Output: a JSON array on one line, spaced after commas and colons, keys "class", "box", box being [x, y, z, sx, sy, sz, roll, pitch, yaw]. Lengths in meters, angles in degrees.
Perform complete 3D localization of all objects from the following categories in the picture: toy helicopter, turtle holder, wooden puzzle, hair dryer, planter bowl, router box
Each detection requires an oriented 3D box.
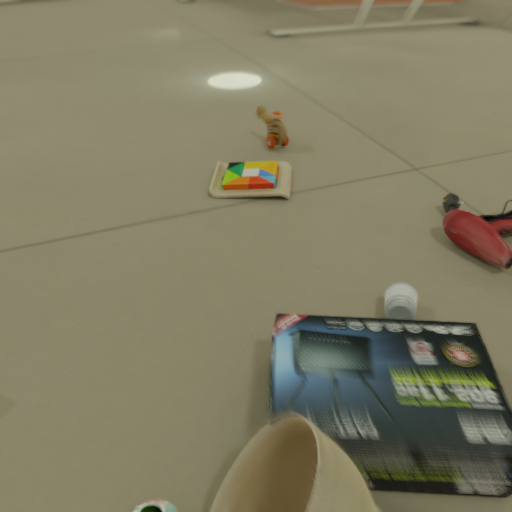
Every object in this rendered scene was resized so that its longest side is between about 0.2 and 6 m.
[{"class": "toy helicopter", "box": [0.394, -3.568, 14.915, 0.547, 0.917, 1.387, -17, 55, -26]}, {"class": "turtle holder", "box": [-1.123, 3.031, 5.947, 0.664, 0.620, 0.874, 12, 37, 15]}, {"class": "wooden puzzle", "box": [-0.097, -1.882, 13.312, 1.848, 0.344, 1.710, 3, 34, 4]}, {"class": "hair dryer", "box": [4.681, -0.617, 11.074, 1.901, 0.678, 2.496, 6, 38, 13]}, {"class": "planter bowl", "box": [0.475, 2.727, 5.543, 1.252, 1.860, 1.860, 36, 33, -14]}, {"class": "router box", "box": [1.632, 1.853, 7.372, 2.980, 0.926, 2.233, 2, 34, 2]}]

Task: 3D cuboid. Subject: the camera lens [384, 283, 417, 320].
[{"class": "camera lens", "box": [2.390, 0.793, 9.269, 0.509, 0.509, 0.637, 8, 37, 12]}]
